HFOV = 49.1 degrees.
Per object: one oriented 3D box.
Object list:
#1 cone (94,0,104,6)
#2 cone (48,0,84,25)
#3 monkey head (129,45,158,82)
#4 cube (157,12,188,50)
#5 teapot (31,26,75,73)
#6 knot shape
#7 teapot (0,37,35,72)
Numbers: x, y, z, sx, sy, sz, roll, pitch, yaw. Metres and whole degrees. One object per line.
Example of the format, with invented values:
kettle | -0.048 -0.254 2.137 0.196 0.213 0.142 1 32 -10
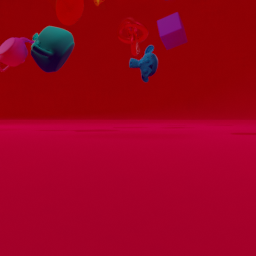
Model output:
cone | -0.573 -4.214 8.314 0.941 0.938 0.938 -18 6 -12
cone | -2.202 -3.990 8.861 1.145 1.141 1.141 30 16 26
monkey head | 0.666 -2.661 11.692 1.138 1.582 0.953 11 20 7
cube | 1.934 -4.206 12.221 0.966 0.966 0.966 -17 -28 20
teapot | -1.775 -1.862 6.448 0.843 1.070 1.721 34 18 -9
knot shape | 0.158 -2.872 8.895 0.568 1.150 1.229 -27 32 -23
teapot | -2.593 -1.742 6.472 0.686 1.103 0.540 33 -11 43
